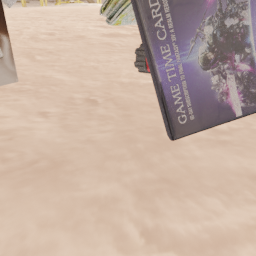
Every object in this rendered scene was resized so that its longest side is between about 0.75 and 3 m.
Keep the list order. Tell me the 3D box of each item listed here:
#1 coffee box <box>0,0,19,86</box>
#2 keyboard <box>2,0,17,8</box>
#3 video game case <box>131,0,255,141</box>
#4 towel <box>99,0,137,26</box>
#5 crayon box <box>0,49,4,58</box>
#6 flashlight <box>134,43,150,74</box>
[{"bbox_3d":[-3.203,-2.077,5.116,1.674,2.961,1.182,-20,59,-25],"label":"coffee box"},{"bbox_3d":[-3.180,-3.502,6.399,0.082,1.529,0.430,11,65,43],"label":"keyboard"},{"bbox_3d":[1.624,-1.186,3.528,2.843,2.031,0.270,-18,21,0],"label":"video game case"},{"bbox_3d":[0.612,-3.003,6.123,1.877,0.528,2.193,-29,-2,42],"label":"towel"},{"bbox_3d":[-2.507,-1.556,4.186,0.790,1.245,0.316,-24,21,-24],"label":"crayon box"},{"bbox_3d":[1.528,-1.940,8.053,2.698,0.917,0.913,11,12,29],"label":"flashlight"}]
